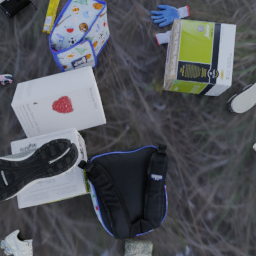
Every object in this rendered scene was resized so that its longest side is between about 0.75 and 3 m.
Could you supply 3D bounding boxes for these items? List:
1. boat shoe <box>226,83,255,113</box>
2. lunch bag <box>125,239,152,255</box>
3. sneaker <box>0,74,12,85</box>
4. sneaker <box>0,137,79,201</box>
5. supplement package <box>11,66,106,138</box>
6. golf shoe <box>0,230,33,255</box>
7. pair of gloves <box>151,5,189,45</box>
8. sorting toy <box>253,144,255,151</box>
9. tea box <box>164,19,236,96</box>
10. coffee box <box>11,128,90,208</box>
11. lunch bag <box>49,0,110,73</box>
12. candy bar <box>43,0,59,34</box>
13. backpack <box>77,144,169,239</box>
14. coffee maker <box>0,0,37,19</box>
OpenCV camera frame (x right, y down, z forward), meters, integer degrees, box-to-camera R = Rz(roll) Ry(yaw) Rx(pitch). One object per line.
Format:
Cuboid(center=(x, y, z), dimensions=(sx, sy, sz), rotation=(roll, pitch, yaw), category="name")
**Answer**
Cuboid(center=(4.662, -1.226, 10.325), dimensions=(2.253, 0.680, 0.832), rotation=(-33, 97, -6), category="boat shoe")
Cuboid(center=(0.321, 4.084, 9.110), dimensions=(0.931, 0.649, 0.781), rotation=(4, 76, 1), category="lunch bag")
Cuboid(center=(-4.834, -1.800, 10.640), dimensions=(0.853, 0.299, 0.350), rotation=(-11, 74, -2), category="sneaker")
Cuboid(center=(-2.526, 1.039, 6.779), dimensions=(2.769, 1.098, 1.023), rotation=(-17, 87, -11), category="sneaker")
Cuboid(center=(-2.250, -0.828, 9.456), dimensions=(2.613, 1.584, 1.565), rotation=(-15, 35, -3), category="supplement package")
Cuboid(center=(-3.363, 4.070, 9.155), dimensions=(1.639, 0.642, 0.797), rotation=(43, 75, 8), category="golf shoe")
Cuboid(center=(1.809, -4.079, 11.203), dimensions=(1.634, 0.232, 2.033), rotation=(-10, 77, -2), category="pair of gloves")
Cuboid(center=(5.859, 1.060, 9.389), dimensions=(2.778, 1.484, 2.501), rotation=(-31, 80, -7), category="sorting toy")
Cuboid(center=(2.502, -2.475, 10.094), dimensions=(2.165, 1.471, 2.201), rotation=(8, 83, 1), category="tea box")
Cuboid(center=(-2.344, 1.338, 9.058), dimensions=(1.977, 1.958, 1.980), rotation=(-12, 77, -3), category="coffee box")
Cuboid(center=(-1.730, -3.164, 10.051), dimensions=(1.525, 2.093, 2.462), rotation=(29, 77, 8), category="lunch bag")
Cuboid(center=(-3.096, -4.627, 11.341), dimensions=(0.441, 0.196, 1.768), rotation=(7, 78, 5), category="candy bar")
Cuboid(center=(-0.040, 1.969, 8.742), dimensions=(2.714, 2.090, 2.585), rotation=(-9, 83, -9), category="backpack")
Cuboid(center=(-4.442, -4.893, 11.128), dimensions=(1.098, 0.739, 1.055), rotation=(-44, 81, -8), category="coffee maker")
